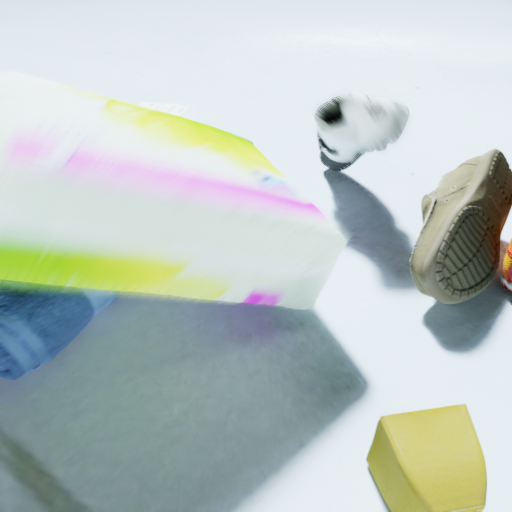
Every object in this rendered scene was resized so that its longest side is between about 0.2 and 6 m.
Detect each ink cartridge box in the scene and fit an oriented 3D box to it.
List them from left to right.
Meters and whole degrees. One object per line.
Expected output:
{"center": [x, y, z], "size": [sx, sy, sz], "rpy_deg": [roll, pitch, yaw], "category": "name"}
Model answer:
{"center": [-2.339, -3.441, 13.872], "size": [1.322, 0.446, 0.770], "rpy_deg": [8, 36, 14], "category": "ink cartridge box"}

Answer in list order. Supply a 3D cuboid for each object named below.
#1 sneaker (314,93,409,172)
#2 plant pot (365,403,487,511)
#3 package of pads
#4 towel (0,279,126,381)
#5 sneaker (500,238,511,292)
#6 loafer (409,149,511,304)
{"center": [1.619, -2.456, 10.634], "size": [1.294, 1.083, 2.924], "rpy_deg": [21, -10, -12], "category": "sneaker"}
{"center": [1.746, 2.182, 5.560], "size": [0.939, 0.945, 0.966], "rpy_deg": [-6, 43, -8], "category": "plant pot"}
{"center": [-1.489, -0.947, 7.864], "size": [4.526, 1.544, 3.497], "rpy_deg": [9, 27, -32], "category": "package of pads"}
{"center": [-2.874, 0.255, 8.250], "size": [1.952, 0.848, 3.495], "rpy_deg": [16, 37, 22], "category": "towel"}
{"center": [5.142, -0.326, 8.821], "size": [3.196, 1.233, 1.166], "rpy_deg": [-24, 41, -32], "category": "sneaker"}
{"center": [3.250, -0.445, 9.073], "size": [1.151, 1.298, 3.413], "rpy_deg": [-17, 23, 49], "category": "loafer"}
